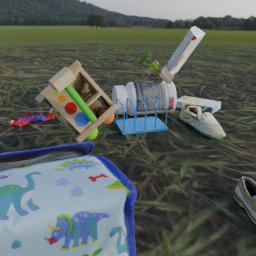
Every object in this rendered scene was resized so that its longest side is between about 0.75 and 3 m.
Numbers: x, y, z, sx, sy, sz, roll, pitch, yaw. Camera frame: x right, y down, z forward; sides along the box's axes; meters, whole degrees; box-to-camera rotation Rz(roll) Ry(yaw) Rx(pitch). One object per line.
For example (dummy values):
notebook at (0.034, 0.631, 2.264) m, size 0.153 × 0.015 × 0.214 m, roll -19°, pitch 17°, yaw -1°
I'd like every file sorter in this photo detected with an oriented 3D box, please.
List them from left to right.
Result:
file sorter at (0.458, -0.514, 10.062) m, size 1.666 × 1.022 × 1.156 m, roll -6°, pitch 24°, yaw -14°

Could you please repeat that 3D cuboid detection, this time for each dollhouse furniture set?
dollhouse furniture set at (0.829, -1.700, 8.338) m, size 0.428 × 1.108 × 0.554 m, roll -38°, pitch 13°, yaw 35°

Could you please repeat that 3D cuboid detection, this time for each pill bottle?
pill bottle at (0.628, -1.204, 11.343) m, size 2.393 × 1.362 × 1.362 m, roll -4°, pitch 22°, yaw -12°

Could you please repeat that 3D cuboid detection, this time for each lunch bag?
lunch bag at (-1.546, 1.273, 4.602) m, size 2.540 × 1.903 × 2.987 m, roll -7°, pitch 14°, yaw -23°

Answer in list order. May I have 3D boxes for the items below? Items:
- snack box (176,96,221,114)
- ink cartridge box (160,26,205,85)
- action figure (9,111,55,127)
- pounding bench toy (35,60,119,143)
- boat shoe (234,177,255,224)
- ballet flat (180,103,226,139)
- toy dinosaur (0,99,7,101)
snack box at (3.051, -1.040, 12.350) m, size 1.780 × 0.330 × 1.034 m, roll 15°, pitch 26°, yaw 33°
ink cartridge box at (1.956, -2.843, 10.866) m, size 0.621 × 2.011 × 2.479 m, roll 40°, pitch 34°, yaw 7°
action figure at (-3.657, -0.358, 10.601) m, size 1.657 × 0.428 × 0.542 m, roll -19°, pitch 31°, yaw -34°
pounding bench toy at (-1.168, -0.550, 6.909) m, size 1.343 × 1.686 × 2.162 m, roll -43°, pitch 10°, yaw -5°
boat shoe at (2.674, 1.533, 5.617) m, size 0.563 × 0.515 × 1.507 m, roll -7°, pitch 23°, yaw -17°
ballet flat at (2.572, -0.327, 9.996) m, size 0.792 × 0.732 × 2.349 m, roll -6°, pitch 22°, yaw -24°
toy dinosaur at (-6.332, -1.375, 13.350) m, size 1.033 × 0.245 × 0.455 m, roll -9°, pitch 38°, yaw -21°
